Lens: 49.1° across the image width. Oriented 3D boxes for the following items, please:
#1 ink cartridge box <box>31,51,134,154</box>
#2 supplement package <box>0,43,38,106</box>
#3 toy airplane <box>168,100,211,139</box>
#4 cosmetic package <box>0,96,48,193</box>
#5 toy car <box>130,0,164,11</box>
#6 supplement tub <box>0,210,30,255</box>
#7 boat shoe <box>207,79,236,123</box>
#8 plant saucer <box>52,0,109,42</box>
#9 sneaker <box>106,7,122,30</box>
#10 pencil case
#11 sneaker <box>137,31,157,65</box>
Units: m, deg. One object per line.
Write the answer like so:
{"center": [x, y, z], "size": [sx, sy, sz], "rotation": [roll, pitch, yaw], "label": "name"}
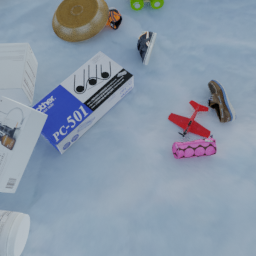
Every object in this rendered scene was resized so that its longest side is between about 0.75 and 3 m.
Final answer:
{"center": [-1.272, -0.779, 7.762], "size": [1.351, 0.636, 2.875], "rotation": [39, 71, 18], "label": "ink cartridge box"}
{"center": [-3.209, -1.505, 7.950], "size": [0.918, 0.921, 1.571], "rotation": [-1, 64, -1], "label": "supplement package"}
{"center": [1.798, -0.253, 7.734], "size": [1.254, 0.231, 1.254], "rotation": [0, 64, 0], "label": "toy airplane"}
{"center": [-2.850, 0.335, 6.618], "size": [1.461, 0.501, 1.938], "rotation": [19, 86, 40], "label": "cosmetic package"}
{"center": [0.585, -5.059, 9.234], "size": [1.343, 1.702, 1.398], "rotation": [-5, 65, -2], "label": "toy car"}
{"center": [-3.000, 2.247, 6.088], "size": [1.445, 0.953, 0.953], "rotation": [9, 64, -1], "label": "supplement tub"}
{"center": [2.515, -0.766, 7.844], "size": [0.487, 0.486, 1.347], "rotation": [-18, 65, -7], "label": "boat shoe"}
{"center": [-1.617, -3.728, 9.133], "size": [1.986, 0.352, 1.986], "rotation": [-4, 69, 10], "label": "plant saucer"}
{"center": [-0.744, -3.494, 9.163], "size": [1.247, 0.484, 0.699], "rotation": [-30, 67, -14], "label": "sneaker"}
{"center": [1.706, 0.501, 7.212], "size": [1.100, 0.515, 0.499], "rotation": [-9, 65, -3], "label": "pencil case"}
{"center": [0.511, -2.485, 8.660], "size": [0.531, 0.525, 1.338], "rotation": [15, 54, 2], "label": "sneaker"}
